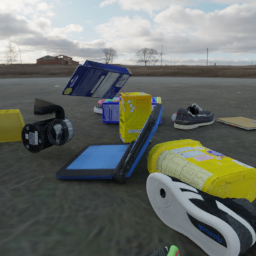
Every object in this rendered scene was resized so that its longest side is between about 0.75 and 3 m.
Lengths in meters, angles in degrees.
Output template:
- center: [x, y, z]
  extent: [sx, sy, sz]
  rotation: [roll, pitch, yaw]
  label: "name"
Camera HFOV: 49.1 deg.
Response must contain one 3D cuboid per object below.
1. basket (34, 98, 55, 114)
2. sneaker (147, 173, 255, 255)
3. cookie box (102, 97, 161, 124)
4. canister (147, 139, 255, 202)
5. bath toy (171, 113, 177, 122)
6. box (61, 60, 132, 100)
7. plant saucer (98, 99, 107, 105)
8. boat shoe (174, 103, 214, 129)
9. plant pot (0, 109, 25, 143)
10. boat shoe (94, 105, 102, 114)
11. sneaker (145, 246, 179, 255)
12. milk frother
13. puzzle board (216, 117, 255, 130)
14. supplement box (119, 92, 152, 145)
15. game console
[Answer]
- center: [-4.180, -1.040, 14.011]
  extent: [0.933, 0.841, 0.635]
  rotation: [7, -20, -12]
  label: "basket"
- center: [1.204, 1.261, 4.431]
  extent: [1.077, 0.704, 1.926]
  rotation: [-4, 21, -31]
  label: "sneaker"
- center: [0.241, -0.831, 12.451]
  extent: [2.470, 0.928, 2.113]
  rotation: [1, 13, 5]
  label: "cookie box"
- center: [1.430, 0.883, 5.593]
  extent: [1.378, 0.803, 1.856]
  rotation: [-6, 16, -25]
  label: "canister"
- center: [2.367, -0.539, 12.445]
  extent: [1.085, 0.401, 0.472]
  rotation: [-10, 16, -33]
  label: "bath toy"
- center: [-1.199, -1.774, 10.558]
  extent: [2.527, 1.531, 0.410]
  rotation: [-1, 53, -46]
  label: "box"
- center: [-0.863, -1.340, 15.805]
  extent: [1.607, 0.407, 1.607]
  rotation: [-1, 14, 0]
  label: "plant saucer"
- center: [2.841, -0.573, 11.578]
  extent: [0.985, 0.850, 2.710]
  rotation: [11, 18, 40]
  label: "boat shoe"
- center: [-4.045, -0.115, 9.471]
  extent: [1.068, 0.942, 1.068]
  rotation: [-5, 14, -17]
  label: "plant pot"
- center: [-0.567, -1.107, 13.977]
  extent: [2.299, 0.785, 0.849]
  rotation: [3, 14, 11]
  label: "boat shoe"
- center: [0.295, 1.707, 3.239]
  extent: [0.399, 0.366, 0.953]
  rotation: [-11, 1, 32]
  label: "sneaker"
- center: [-1.900, 0.112, 7.626]
  extent: [1.361, 1.229, 1.281]
  rotation: [30, 24, 20]
  label: "milk frother"
- center: [4.775, -0.195, 11.537]
  extent: [1.398, 0.161, 1.855]
  rotation: [-4, 14, -21]
  label: "puzzle board"
- center: [0.214, -0.301, 8.864]
  extent: [0.864, 1.577, 0.858]
  rotation: [-3, 13, -12]
  label: "supplement box"
- center: [-0.317, 0.227, 7.013]
  extent: [1.531, 2.208, 2.587]
  rotation: [28, 16, 2]
  label: "game console"
